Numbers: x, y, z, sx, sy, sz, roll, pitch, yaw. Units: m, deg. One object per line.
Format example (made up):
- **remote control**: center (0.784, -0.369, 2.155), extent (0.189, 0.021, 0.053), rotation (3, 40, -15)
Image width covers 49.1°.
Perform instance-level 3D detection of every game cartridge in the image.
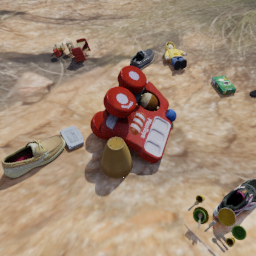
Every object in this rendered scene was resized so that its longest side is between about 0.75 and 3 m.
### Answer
- **game cartridge**: center (-1.694, 0.282, 8.598), extent (0.549, 0.167, 0.824), rotation (-25, 51, -17)

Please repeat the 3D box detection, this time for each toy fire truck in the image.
- **toy fire truck**: center (0.331, -0.448, 8.594), extent (2.297, 1.534, 2.735), rotation (31, 48, -6)

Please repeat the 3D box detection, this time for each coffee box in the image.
- **coffee box**: center (3.530, -1.596, 10.361), extent (0.552, 0.197, 0.898), rotation (-10, 46, -12)

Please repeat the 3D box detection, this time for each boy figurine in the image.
- **boy figurine**: center (1.951, -3.012, 11.544), extent (0.951, 0.493, 1.530), rotation (-10, 49, -6)

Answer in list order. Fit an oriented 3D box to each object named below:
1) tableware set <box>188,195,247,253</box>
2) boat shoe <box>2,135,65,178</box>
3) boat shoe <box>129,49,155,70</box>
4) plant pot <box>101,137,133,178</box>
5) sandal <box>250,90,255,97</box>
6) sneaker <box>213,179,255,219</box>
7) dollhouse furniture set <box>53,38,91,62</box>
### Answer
- **tableware set**: center (1.937, 2.050, 6.211), extent (0.196, 0.858, 1.274), rotation (7, 36, -52)
- **boat shoe**: center (-2.614, 0.696, 7.863), extent (1.866, 0.619, 0.690), rotation (-35, 55, -29)
- **boat shoe**: center (0.600, -2.855, 11.339), extent (0.624, 0.539, 1.718), rotation (24, 51, 22)
- **plant pot**: center (-0.310, 0.723, 7.610), extent (0.899, 0.964, 0.899), rotation (1, 45, -1)
- **sandal**: center (4.877, -1.327, 10.138), extent (0.976, 0.220, 0.366), rotation (-21, 42, 0)
- **sneaker**: center (2.811, 1.707, 6.858), extent (1.561, 0.674, 0.627), rotation (-31, 55, -27)
- **dollhouse furniture set**: center (-2.421, -3.183, 11.737), extent (1.538, 0.625, 0.828), rotation (-5, 44, 19)
